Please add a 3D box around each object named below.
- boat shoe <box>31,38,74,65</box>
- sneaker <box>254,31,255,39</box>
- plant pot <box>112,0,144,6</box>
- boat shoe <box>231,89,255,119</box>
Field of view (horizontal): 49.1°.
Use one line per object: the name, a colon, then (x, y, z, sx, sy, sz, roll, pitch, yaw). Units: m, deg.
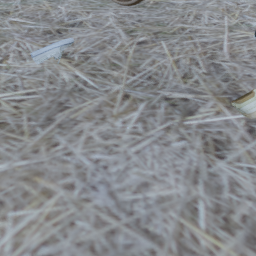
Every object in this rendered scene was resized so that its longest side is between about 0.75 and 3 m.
boat shoe: (-2.002, -2.050, 7.735, 1.232, 0.525, 0.455, -26, 24, -9)
sneaker: (3.414, -2.562, 6.854, 0.783, 0.388, 0.277, -45, 63, -4)
plant pot: (0.210, -4.148, 7.893, 1.447, 1.447, 1.262, 21, 22, 22)
boat shoe: (2.231, -0.409, 5.140, 0.448, 0.498, 1.380, 60, 21, 4)
